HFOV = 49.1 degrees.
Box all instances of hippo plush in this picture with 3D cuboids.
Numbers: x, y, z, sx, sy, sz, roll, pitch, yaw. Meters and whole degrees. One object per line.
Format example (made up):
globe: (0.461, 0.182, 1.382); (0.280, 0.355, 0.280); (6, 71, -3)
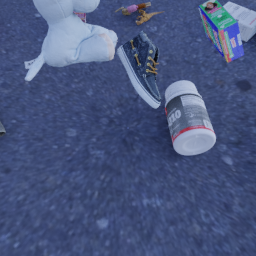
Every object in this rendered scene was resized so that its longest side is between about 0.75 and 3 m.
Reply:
hippo plush: (-1.420, -2.458, 6.268); (2.304, 1.852, 1.835); (-16, 35, -11)

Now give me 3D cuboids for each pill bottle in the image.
pill bottle: (1.779, -0.348, 8.462); (1.199, 1.199, 2.106); (-4, 52, -3)

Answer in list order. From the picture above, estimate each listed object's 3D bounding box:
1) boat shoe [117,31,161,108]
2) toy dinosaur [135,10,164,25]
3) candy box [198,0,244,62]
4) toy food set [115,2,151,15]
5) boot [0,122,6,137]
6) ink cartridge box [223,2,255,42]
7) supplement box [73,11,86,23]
boat shoe: (0.453, -1.417, 6.588); (0.845, 0.658, 1.861); (-36, 70, 23)
toy dinosaur: (0.853, -5.021, 12.594); (1.396, 0.422, 0.742); (-34, 72, -12)
candy box: (2.858, -3.001, 8.618); (0.603, 1.324, 1.566); (-28, 49, 10)
toy food set: (0.337, -5.332, 12.562); (1.707, 0.269, 1.085); (-20, 16, -19)
boot: (-4.346, -0.037, 8.825); (0.821, 0.328, 0.903); (-20, 62, -12)
ink cartridge box: (4.679, -4.549, 11.953); (1.715, 0.721, 1.251); (35, 60, 24)
supplement box: (-2.193, -4.762, 12.223); (0.701, 0.552, 1.070); (-4, 53, -3)
